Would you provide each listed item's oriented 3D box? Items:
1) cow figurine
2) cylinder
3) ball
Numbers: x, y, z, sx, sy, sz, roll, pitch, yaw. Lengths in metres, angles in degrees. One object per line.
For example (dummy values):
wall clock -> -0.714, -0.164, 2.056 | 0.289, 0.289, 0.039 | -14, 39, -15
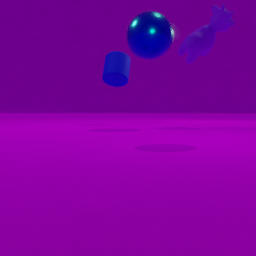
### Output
cow figurine -> 2.518, -3.024, 8.990 | 1.701, 0.934, 1.674 | -35, -14, -29
cylinder -> -0.456, -2.360, 11.283 | 1.045, 1.045, 1.045 | 5, -23, 2
ball -> 0.639, -2.711, 8.260 | 1.366, 1.366, 1.366 | 0, 3, 0
